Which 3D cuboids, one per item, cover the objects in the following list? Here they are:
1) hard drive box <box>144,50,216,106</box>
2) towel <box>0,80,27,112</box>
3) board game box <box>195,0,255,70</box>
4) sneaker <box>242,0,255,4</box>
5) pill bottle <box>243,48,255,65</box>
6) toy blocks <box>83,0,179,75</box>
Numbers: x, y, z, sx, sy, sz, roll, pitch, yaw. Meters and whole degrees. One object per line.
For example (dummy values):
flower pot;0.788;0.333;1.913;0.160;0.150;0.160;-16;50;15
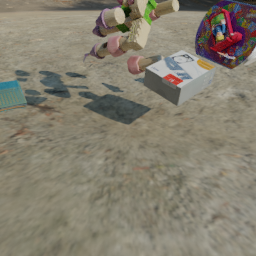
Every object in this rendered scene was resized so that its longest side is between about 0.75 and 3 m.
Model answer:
hard drive box;1.408;-1.401;7.636;1.569;0.602;1.222;-33;55;-33
towel;-2.836;-0.555;5.519;1.491;0.162;1.093;-14;41;-21
board game box;2.113;-2.178;6.299;0.338;1.372;1.737;5;27;-38
sneaker;3.225;-3.154;6.882;0.424;0.396;1.124;15;25;-39
pill bottle;3.713;-2.750;9.024;0.750;1.351;0.750;-21;-9;-4
toy blocks;-0.321;-3.293;8.291;2.350;2.609;2.792;3;-19;41
